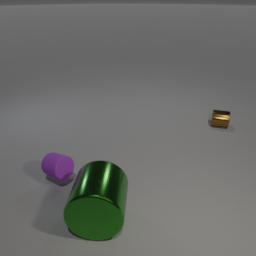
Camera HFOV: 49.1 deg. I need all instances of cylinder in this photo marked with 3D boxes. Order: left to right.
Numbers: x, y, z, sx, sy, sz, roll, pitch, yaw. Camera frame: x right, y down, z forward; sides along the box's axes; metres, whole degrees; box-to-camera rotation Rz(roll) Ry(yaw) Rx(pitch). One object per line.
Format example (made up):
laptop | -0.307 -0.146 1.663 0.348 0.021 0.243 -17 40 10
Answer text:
cylinder | -2.084 1.121 8.325 0.700 0.700 0.700 9 27 38
cylinder | -0.734 1.755 6.938 1.400 1.400 1.400 2 27 4
cylinder | 3.919 -0.397 11.860 0.700 0.700 0.700 8 28 15
